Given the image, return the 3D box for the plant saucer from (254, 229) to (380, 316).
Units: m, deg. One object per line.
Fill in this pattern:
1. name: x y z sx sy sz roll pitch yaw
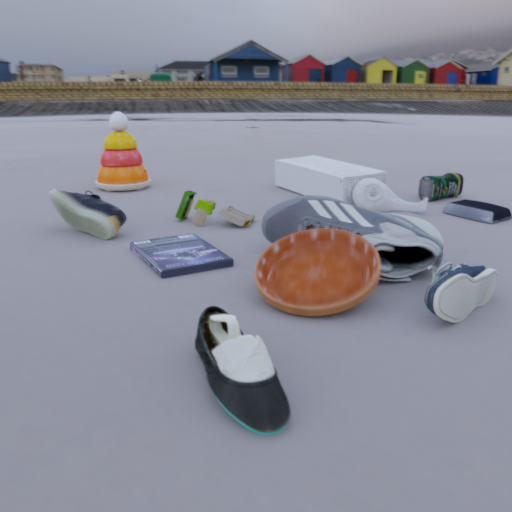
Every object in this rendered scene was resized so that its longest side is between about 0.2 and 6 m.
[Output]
1. plant saucer: 0.934 0.247 8.608 1.919 0.310 1.919 -7 37 5

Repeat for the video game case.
1. video game case: -1.442 -0.038 10.535 1.365 0.181 1.911 -9 21 -26

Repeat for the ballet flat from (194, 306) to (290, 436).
1. ballet flat: -0.258 1.116 6.140 0.704 0.708 2.071 -8 20 -23

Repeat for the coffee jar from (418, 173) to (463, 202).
1. coffee jar: 5.103 -1.905 15.393 1.326 0.692 0.566 -13 24 -31

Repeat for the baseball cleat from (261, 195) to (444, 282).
1. baseball cleat: 1.561 -0.350 9.865 3.358 1.171 1.787 5 18 16

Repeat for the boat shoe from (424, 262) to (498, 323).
1. boat shoe: 2.881 0.453 8.134 0.605 0.732 1.955 18 24 40

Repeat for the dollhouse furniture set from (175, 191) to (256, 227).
1. dollhouse furniture set: -0.954 -0.881 12.966 1.744 0.673 0.872 23 15 8

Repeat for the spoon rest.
1. spoon rest: 3.290 -1.394 13.909 1.804 0.896 0.547 16 -11 12

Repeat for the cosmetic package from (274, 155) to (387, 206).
1. cosmetic package: 1.972 -2.145 15.788 1.436 0.881 3.479 -9 20 -26

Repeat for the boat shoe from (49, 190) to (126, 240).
1. boat shoe: -3.663 -0.981 12.136 2.139 0.798 0.666 22 49 30

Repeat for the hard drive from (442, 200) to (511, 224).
1. hard drive: 5.339 -1.097 13.552 0.930 0.292 1.379 -12 22 -32

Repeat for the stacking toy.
1. stacking toy: -3.995 -3.106 16.566 1.634 2.237 1.634 0 19 0
